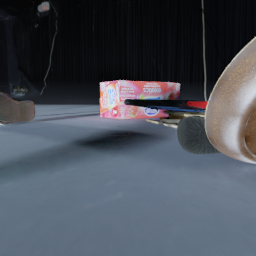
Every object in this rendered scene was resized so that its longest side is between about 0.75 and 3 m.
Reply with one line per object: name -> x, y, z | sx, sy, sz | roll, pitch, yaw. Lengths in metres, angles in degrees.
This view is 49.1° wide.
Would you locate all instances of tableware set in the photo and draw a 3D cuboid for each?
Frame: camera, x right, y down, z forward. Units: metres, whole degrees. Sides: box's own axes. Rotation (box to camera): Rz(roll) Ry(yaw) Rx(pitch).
tableware set -> 1.875, -0.403, 8.163 | 1.952, 0.592, 2.952 | -1, 6, -14

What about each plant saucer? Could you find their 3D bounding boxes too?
plant saucer -> 1.669, -0.234, 2.638 | 1.867, 1.867, 0.299 | -2, 44, -15

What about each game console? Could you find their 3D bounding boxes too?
game console -> 1.259, -0.613, 7.727 | 2.162, 0.336, 1.912 | 6, 7, 43

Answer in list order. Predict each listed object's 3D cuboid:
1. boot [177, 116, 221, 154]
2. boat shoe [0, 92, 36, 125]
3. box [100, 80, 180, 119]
boot -> 1.412, 0.098, 3.704 | 1.009, 0.508, 1.350 | -2, 4, -32
boat shoe -> -3.710, -0.546, 8.308 | 0.768, 0.918, 2.569 | 1, 0, 11
box -> 0.491, -1.098, 10.962 | 2.928, 1.398, 1.460 | -4, 7, -34
